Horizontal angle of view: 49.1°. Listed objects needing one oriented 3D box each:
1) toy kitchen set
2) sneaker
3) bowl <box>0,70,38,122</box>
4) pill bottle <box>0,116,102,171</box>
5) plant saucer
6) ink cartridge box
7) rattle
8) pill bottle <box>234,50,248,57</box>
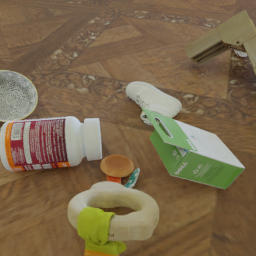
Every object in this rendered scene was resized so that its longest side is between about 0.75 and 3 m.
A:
[{"bbox_3d":[4.226,-2.344,10.924,2.308,2.552,2.829,3,65,-55],"label":"toy kitchen set"},{"bbox_3d":[0.590,-0.806,9.226,2.084,0.768,1.205,25,45,23],"label":"sneaker"},{"bbox_3d":[-3.905,-0.863,9.014,1.822,0.855,1.822,10,64,-21],"label":"bowl"},{"bbox_3d":[-1.965,0.387,7.483,2.458,1.347,1.347,-4,43,-4],"label":"pill bottle"},{"bbox_3d":[-0.282,0.977,7.506,0.915,0.171,0.915,7,27,-3],"label":"plant saucer"},{"bbox_3d":[1.365,0.513,6.588,2.576,0.764,1.337,18,28,-31],"label":"ink cartridge box"},{"bbox_3d":[-0.276,2.172,6.281,1.908,2.094,2.931,-15,8,-6],"label":"rattle"},{"bbox_3d":[5.044,-3.706,12.396,0.743,0.743,1.360,5,43,6],"label":"pill bottle"}]
